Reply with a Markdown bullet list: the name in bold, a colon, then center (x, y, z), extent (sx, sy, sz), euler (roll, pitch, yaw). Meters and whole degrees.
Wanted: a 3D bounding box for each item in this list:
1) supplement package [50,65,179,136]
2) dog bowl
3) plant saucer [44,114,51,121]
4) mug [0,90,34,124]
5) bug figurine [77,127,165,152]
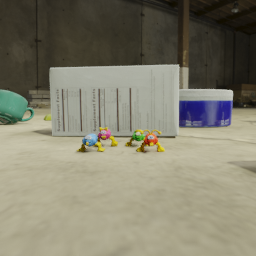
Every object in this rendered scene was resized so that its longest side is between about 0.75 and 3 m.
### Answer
- **supplement package**: center (-0.248, -0.640, 6.796), extent (2.837, 1.554, 1.614), euler (0, 5, 6)
- **dog bowl**: center (2.114, -0.719, 9.948), extent (3.001, 1.182, 3.001), euler (0, 5, 0)
- **plant saucer**: center (-3.294, -0.512, 12.922), extent (1.107, 0.265, 1.108), euler (-2, 5, -20)
- **mug**: center (-4.159, -0.641, 9.928), extent (1.444, 0.893, 1.186), euler (14, -22, -6)
- **bug figurine**: center (-0.112, 0.168, 4.564), extent (1.366, 0.351, 1.059), euler (0, 5, -1)
